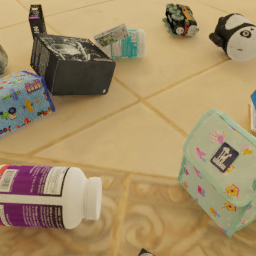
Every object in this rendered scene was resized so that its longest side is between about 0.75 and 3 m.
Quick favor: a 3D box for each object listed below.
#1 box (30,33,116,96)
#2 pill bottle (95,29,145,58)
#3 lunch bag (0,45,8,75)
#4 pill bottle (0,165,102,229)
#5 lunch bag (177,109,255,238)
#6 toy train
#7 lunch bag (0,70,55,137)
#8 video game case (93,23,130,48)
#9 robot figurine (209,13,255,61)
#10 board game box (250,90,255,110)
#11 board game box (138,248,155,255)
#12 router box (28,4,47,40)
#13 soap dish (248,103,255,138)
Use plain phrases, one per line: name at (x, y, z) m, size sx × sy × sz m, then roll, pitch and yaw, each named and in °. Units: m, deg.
box at (-2.040, -2.305, 10.205) m, size 2.259 × 1.400 × 2.221 m, roll -7°, pitch 42°, yaw -38°
pill bottle at (-0.347, -3.668, 12.230) m, size 2.142 × 1.187 × 1.187 m, roll -2°, pitch 44°, yaw -1°
lunch bag at (-6.053, -2.645, 10.368) m, size 2.407 × 1.999 × 2.869 m, roll -29°, pitch 32°, yaw -6°
pill bottle at (-1.920, 1.607, 6.590) m, size 2.508 × 1.410 × 1.410 m, roll 2°, pitch 44°, yaw 2°
lunch bag at (2.330, 0.972, 6.517) m, size 1.480 × 2.426 × 2.067 m, roll -23°, pitch 49°, yaw -22°
toy train at (2.685, -5.515, 14.282) m, size 1.496 × 1.119 × 2.625 m, roll 3°, pitch 43°, yaw -11°
lunch bag at (-4.295, -1.202, 9.735) m, size 2.228 × 1.392 × 2.960 m, roll -30°, pitch 42°, yaw -24°
video game case at (-0.590, -3.526, 10.749) m, size 1.257 × 0.152 × 1.379 m, roll -20°, pitch 1°, yaw 8°
robot figurine at (4.778, -4.038, 12.280) m, size 1.912 × 1.588 × 2.544 m, roll -38°, pitch 41°, yaw 22°
board game box at (5.218, 0.024, 8.032) m, size 2.657 × 0.758 × 2.713 m, roll 10°, pitch 49°, yaw -12°
board game box at (0.363, 3.747, 5.071) m, size 1.698 × 0.434 × 2.507 m, roll 23°, pitch 49°, yaw 22°
router box at (-3.809, -4.086, 12.088) m, size 0.500 × 1.959 × 1.461 m, roll -7°, pitch 44°, yaw -8°
soap dish at (4.403, -0.115, 8.958) m, size 1.164 × 0.601 × 1.479 m, roll 12°, pitch 45°, yaw 12°
